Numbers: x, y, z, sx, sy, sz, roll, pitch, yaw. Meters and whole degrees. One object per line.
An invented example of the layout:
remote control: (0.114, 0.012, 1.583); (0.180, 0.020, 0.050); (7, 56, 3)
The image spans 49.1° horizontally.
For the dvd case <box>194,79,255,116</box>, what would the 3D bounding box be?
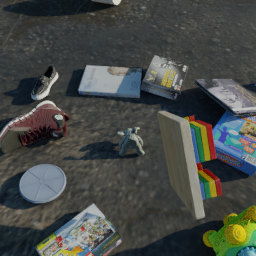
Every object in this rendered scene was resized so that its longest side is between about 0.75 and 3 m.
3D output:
dvd case: (4.430, -1.382, 11.847); (2.109, 0.227, 2.837); (-5, 37, -23)

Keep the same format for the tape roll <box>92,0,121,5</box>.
tape roll: (-1.412, -9.598, 18.455); (1.758, 2.560, 2.560); (16, 49, 14)

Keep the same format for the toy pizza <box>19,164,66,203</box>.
toy pizza: (-2.848, 1.867, 9.400); (1.529, 0.242, 1.529); (4, 45, -4)

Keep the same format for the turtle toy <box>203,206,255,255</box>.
turtle toy: (3.307, 2.912, 7.684); (2.335, 1.702, 1.180); (-27, 72, -23)

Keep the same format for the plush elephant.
plush elephant: (0.080, 0.403, 10.407); (0.918, 1.115, 0.863); (-7, 29, 3)

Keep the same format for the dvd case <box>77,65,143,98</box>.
dvd case: (-0.779, -2.251, 13.225); (2.906, 0.255, 2.073); (4, 48, 3)

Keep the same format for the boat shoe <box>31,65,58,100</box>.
boat shoe: (-3.820, -2.130, 12.735); (0.739, 0.700, 2.114); (7, 45, 17)

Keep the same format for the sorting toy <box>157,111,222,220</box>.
sorting toy: (1.434, 0.661, 6.616); (0.730, 2.097, 2.085); (-13, 10, -4)

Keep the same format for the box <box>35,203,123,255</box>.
box: (-1.373, 3.314, 7.987); (2.045, 0.385, 1.397); (-32, 55, -27)

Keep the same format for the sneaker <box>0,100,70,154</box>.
sneaker: (-3.328, 0.130, 10.491); (1.688, 1.105, 2.922); (26, 52, 19)

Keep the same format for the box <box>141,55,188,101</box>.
box: (1.747, -2.375, 13.008); (1.756, 0.536, 2.217); (19, 49, 6)

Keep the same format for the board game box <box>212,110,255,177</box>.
board game box: (4.292, 0.326, 10.612); (1.999, 0.591, 2.628); (29, 54, 24)
